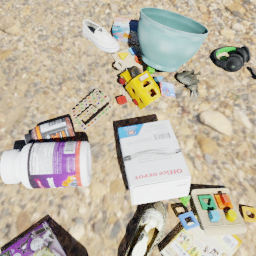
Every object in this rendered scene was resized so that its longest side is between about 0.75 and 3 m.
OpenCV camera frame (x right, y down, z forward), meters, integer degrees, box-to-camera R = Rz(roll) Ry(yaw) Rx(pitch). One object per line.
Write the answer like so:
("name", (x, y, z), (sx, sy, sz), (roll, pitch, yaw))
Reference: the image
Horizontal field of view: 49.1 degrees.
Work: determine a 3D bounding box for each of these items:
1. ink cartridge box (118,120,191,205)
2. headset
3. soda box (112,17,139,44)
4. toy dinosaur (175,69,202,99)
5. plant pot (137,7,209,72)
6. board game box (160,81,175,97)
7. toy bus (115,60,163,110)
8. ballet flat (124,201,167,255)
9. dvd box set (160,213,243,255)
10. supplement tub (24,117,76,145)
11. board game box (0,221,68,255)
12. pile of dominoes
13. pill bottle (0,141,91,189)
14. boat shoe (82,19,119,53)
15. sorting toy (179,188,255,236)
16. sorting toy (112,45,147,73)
("ink cartridge box", (0.799, 1.093, 9.500), (1.903, 1.109, 2.632), (-9, 44, -3))
("headset", (5.108, -3.037, 12.994), (2.344, 1.101, 1.448), (31, 60, 35))
("soda box", (0.579, -4.724, 13.872), (2.602, 0.827, 0.890), (11, 59, 8))
("toy dinosaur", (2.643, -2.209, 12.404), (0.929, 0.699, 1.816), (-34, 67, -29))
("plant pot", (1.670, -3.647, 11.967), (2.946, 1.974, 2.946), (12, 35, -8))
("board game box", (1.654, -1.597, 11.662), (0.110, 1.129, 0.581), (-11, 85, 34))
("toy bus", (0.508, -1.877, 11.599), (2.148, 1.110, 2.026), (12, 78, -15))
("ballet flat", (0.564, 3.402, 8.727), (0.914, 1.015, 2.695), (24, 61, 14))
("dvd box set", (2.332, 3.793, 8.892), (2.191, 0.322, 1.603), (-39, 66, -21))
("supplement tub", (-2.974, 0.269, 10.707), (1.788, 0.956, 0.956), (-19, 60, -10))
("board game box", (-2.473, 4.206, 7.932), (1.792, 0.482, 2.986), (-38, 42, -17))
("pile of dominoes", (-1.458, -0.779, 10.858), (1.595, 0.254, 1.243), (-42, 58, -9))
("pill bottle", (-2.757, 1.277, 9.689), (2.845, 1.585, 1.585), (-2, 58, -1))
("boat shoe", (-1.365, -4.593, 13.815), (0.854, 0.780, 2.374), (-37, 65, -20))
("sorting toy", (3.020, 2.675, 9.248), (2.838, 0.387, 1.598), (1, 47, -13))
("sorting toy", (0.303, -3.089, 13.169), (1.502, 0.299, 2.033), (-23, 61, -14))
